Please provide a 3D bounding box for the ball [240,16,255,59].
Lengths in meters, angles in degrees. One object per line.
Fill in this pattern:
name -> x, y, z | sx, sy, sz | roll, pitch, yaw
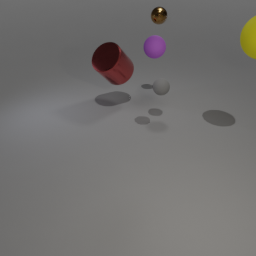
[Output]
ball -> 4.228, -2.825, 8.680 | 1.400, 1.400, 1.400 | 0, 30, 0

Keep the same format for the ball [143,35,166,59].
ball -> 0.833, -2.527, 8.744 | 0.700, 0.700, 0.700 | 0, 30, 0

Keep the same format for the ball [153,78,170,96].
ball -> 1.348, -1.670, 11.371 | 0.700, 0.700, 0.700 | 0, 30, 0

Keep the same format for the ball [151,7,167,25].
ball -> 1.310, -4.741, 11.818 | 0.700, 0.700, 0.700 | 0, 30, 0

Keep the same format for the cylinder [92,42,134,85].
cylinder -> -0.641, -2.771, 12.192 | 1.400, 1.400, 1.400 | 19, -7, 29
